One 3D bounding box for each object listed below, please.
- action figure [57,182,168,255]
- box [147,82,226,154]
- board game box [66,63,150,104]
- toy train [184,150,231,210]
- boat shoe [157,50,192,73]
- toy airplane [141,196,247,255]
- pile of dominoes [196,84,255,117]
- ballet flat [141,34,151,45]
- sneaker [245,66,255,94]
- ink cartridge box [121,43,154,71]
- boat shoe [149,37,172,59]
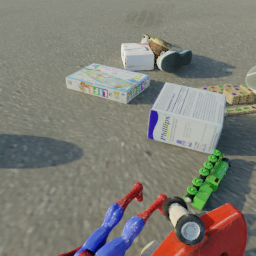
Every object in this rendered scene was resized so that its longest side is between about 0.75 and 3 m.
[{"bbox_3d":[-0.505,1.945,4.114,0.944,0.746,2.887,24,41,35],"label":"action figure"},{"bbox_3d":[1.612,-0.322,7.583,1.792,0.940,1.648,15,37,13],"label":"box"},{"bbox_3d":[-0.731,-1.720,10.360,2.582,0.442,1.736,18,37,25],"label":"board game box"},{"bbox_3d":[1.791,1.078,6.118,0.517,0.383,1.833,29,41,22],"label":"toy train"},{"bbox_3d":[1.886,-2.882,11.844,0.768,0.882,2.395,17,32,35],"label":"boat shoe"},{"bbox_3d":[0.554,2.112,3.403,1.521,2.146,2.156,40,44,-6],"label":"toy airplane"},{"bbox_3d":[2.926,-1.081,9.389,2.610,0.416,2.034,-8,34,-13],"label":"pile of dominoes"},{"bbox_3d":[0.876,-4.287,14.158,0.703,0.651,1.994,3,33,4],"label":"ballet flat"},{"bbox_3d":[4.543,-0.754,8.304,1.175,1.031,2.931,29,39,-27],"label":"sneaker"},{"bbox_3d":[0.395,-3.170,12.362,1.247,0.726,1.712,-4,35,-6],"label":"ink cartridge box"},{"bbox_3d":[1.335,-3.601,12.818,0.915,0.858,2.542,24,16,-7],"label":"boat shoe"}]
